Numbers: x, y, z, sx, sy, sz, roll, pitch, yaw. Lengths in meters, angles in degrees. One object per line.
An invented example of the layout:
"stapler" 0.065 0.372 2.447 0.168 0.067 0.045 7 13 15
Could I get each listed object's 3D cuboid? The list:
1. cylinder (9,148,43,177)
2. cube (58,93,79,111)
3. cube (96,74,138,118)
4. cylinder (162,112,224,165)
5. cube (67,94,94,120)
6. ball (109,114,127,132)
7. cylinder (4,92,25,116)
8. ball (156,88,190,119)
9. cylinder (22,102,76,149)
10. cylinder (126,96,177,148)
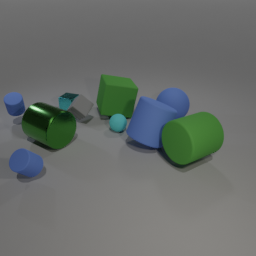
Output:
"cylinder" -2.976 1.028 8.221 0.700 0.700 0.700 -7 66 17
"cube" -2.678 -1.146 12.815 0.700 0.700 0.700 10 30 17
"cube" -0.513 -1.404 12.258 1.400 1.400 1.400 5 25 -18
"cylinder" 2.025 0.297 8.842 1.400 1.400 1.400 -16 32 -32
"cube" -1.984 -0.858 11.647 0.700 0.700 0.700 -21 35 56
"ball" -0.389 -0.207 11.047 0.700 0.700 0.700 0 28 0
"cylinder" -4.520 -0.946 11.184 0.700 0.700 0.700 4 52 -5
"ball" 1.852 -0.976 11.667 1.400 1.400 1.400 0 28 0
"cylinder" -2.839 -0.105 10.126 1.400 1.400 1.400 19 34 32
"cylinder" 0.825 -0.216 9.857 1.400 1.400 1.400 21 13 -5
